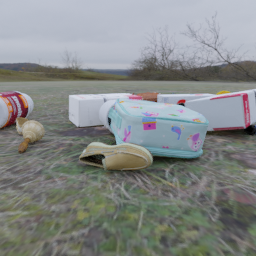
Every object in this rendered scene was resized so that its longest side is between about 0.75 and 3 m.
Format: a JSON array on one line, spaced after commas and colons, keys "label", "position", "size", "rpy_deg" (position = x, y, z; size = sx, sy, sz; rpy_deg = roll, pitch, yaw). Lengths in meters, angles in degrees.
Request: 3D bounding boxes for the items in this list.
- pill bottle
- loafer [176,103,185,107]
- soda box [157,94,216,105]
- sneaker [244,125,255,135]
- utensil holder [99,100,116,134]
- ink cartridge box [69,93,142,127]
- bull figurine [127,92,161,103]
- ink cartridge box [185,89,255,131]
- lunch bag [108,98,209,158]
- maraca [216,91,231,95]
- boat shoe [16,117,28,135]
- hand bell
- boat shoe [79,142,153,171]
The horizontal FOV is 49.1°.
[{"label": "pill bottle", "position": [-4.414, -0.729, 10.291], "size": [1.215, 1.215, 2.152], "rpy_deg": [2, 13, 9]}, {"label": "loafer", "position": [2.147, -0.496, 10.112], "size": [2.363, 0.823, 0.889], "rpy_deg": [-11, 16, -43]}, {"label": "soda box", "position": [2.763, -1.139, 13.106], "size": [2.679, 0.853, 0.912], "rpy_deg": [-2, 12, -11]}, {"label": "sneaker", "position": [4.030, 0.059, 8.684], "size": [0.827, 0.317, 0.460], "rpy_deg": [3, 6, 31]}, {"label": "utensil holder", "position": [-0.323, -0.372, 9.015], "size": [1.073, 1.073, 1.263], "rpy_deg": [-3, 10, -16]}, {"label": "ink cartridge box", "position": [-0.911, -0.754, 10.848], "size": [2.461, 1.019, 1.803], "rpy_deg": [-5, 13, -23]}, {"label": "bull figurine", "position": [1.002, -1.789, 16.578], "size": [2.128, 0.693, 1.292], "rpy_deg": [4, 13, 20]}, {"label": "ink cartridge box", "position": [3.342, -0.617, 9.435], "size": [1.835, 1.053, 2.526], "rpy_deg": [-6, 6, 39]}, {"label": "lunch bag", "position": [0.610, -0.075, 7.174], "size": [2.155, 1.036, 2.687], "rpy_deg": [4, 12, -10]}, {"label": "maraca", "position": [5.209, -1.507, 14.808], "size": [1.124, 0.877, 1.639], "rpy_deg": [3, 12, -11]}, {"label": "boat shoe", "position": [-3.386, -0.070, 8.910], "size": [0.380, 0.357, 1.032], "rpy_deg": [10, 14, -20]}, {"label": "hand bell", "position": [-2.625, 0.329, 7.322], "size": [0.642, 0.642, 1.233], "rpy_deg": [-1, 25, -4]}, {"label": "boat shoe", "position": [-0.290, 0.655, 5.639], "size": [1.594, 0.571, 0.607], "rpy_deg": [-1, 23, 33]}]
